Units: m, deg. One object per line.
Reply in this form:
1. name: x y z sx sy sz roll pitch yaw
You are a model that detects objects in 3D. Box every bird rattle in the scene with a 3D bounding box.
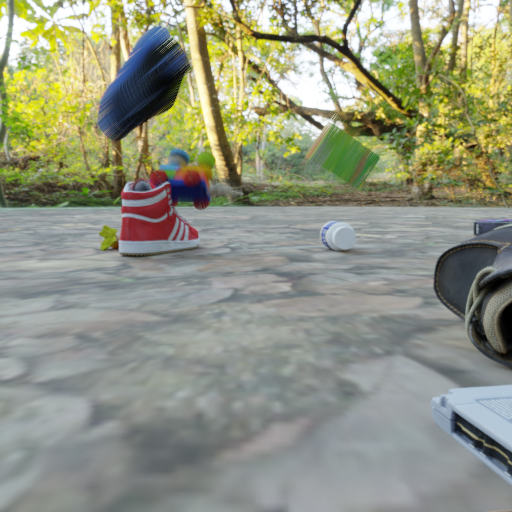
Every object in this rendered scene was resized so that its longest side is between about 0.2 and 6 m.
1. bird rattle: -2.356 -0.281 9.659 0.768 0.433 0.626 -1 -11 -36

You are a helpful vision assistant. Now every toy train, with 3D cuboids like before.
1. toy train: -0.871 -1.331 9.280 1.659 0.960 0.702 3 -38 18

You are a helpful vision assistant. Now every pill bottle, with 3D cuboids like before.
1. pill bottle: 1.390 -0.325 9.412 0.488 0.488 0.816 -1 6 -6

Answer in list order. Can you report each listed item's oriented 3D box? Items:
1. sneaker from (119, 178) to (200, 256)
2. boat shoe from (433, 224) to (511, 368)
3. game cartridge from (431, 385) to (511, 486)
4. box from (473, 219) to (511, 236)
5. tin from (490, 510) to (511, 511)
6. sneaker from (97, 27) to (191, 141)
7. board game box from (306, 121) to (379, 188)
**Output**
1. sneaker: -1.538 -0.673 9.309 0.757 1.195 2.124 2 6 19
2. boat shoe: 1.553 0.214 3.058 0.778 0.791 2.123 -2 5 -16
3. game cartridge: 1.060 0.648 1.920 0.567 0.172 0.850 -5 7 -9
4. box: 6.293 -0.649 12.985 2.174 0.392 1.554 -3 6 -40
5. tin: 0.367 0.722 0.970 1.098 0.230 0.615 -1 2 -10
6. sneaker: -1.455 -2.008 7.177 0.624 0.693 1.778 -19 -21 -47
7. board game box: 1.374 -1.538 8.711 1.289 0.616 0.193 23 16 -39
